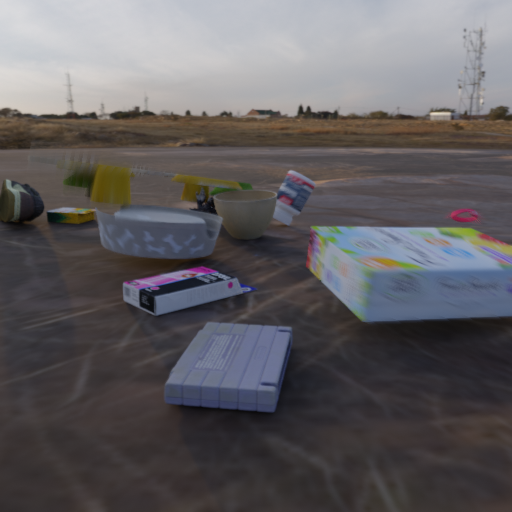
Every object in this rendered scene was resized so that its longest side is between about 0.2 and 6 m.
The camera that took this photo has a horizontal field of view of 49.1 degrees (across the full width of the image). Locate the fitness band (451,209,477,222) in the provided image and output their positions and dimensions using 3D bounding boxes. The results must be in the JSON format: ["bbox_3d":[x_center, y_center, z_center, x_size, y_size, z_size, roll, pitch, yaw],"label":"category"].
[{"bbox_3d":[3.789,-0.725,10.186,0.382,0.100,0.532,-19,-25,41],"label":"fitness band"}]

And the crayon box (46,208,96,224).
[{"bbox_3d":[-3.974,-0.875,12.197,0.949,0.245,0.596,4,14,18],"label":"crayon box"}]

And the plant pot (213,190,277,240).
[{"bbox_3d":[-0.189,-0.745,10.435,1.170,0.786,1.170,-2,16,0],"label":"plant pot"}]

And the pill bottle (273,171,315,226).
[{"bbox_3d":[0.720,-1.173,11.561,0.615,1.028,0.615,28,4,-2],"label":"pill bottle"}]

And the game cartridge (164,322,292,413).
[{"bbox_3d":[-0.188,0.916,4.813,0.888,0.263,1.370,-2,13,10],"label":"game cartridge"}]

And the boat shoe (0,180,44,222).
[{"bbox_3d":[-5.073,-1.123,12.101,0.824,0.896,2.508,7,7,-28],"label":"boat shoe"}]

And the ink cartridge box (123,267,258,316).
[{"bbox_3d":[-0.790,0.389,6.953,1.548,0.287,0.733,-9,16,-41],"label":"ink cartridge box"}]

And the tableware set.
[{"bbox_3d":[-1.888,-1.321,11.102,3.045,0.694,4.520,10,7,21],"label":"tableware set"}]

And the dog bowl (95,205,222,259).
[{"bbox_3d":[-1.522,-0.395,8.790,1.976,0.579,1.976,5,10,-1],"label":"dog bowl"}]

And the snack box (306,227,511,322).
[{"bbox_3d":[1.868,0.135,6.177,2.220,0.588,1.579,0,17,-15],"label":"snack box"}]

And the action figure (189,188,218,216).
[{"bbox_3d":[-0.966,-1.154,12.399,0.841,0.722,1.416,9,12,9],"label":"action figure"}]
